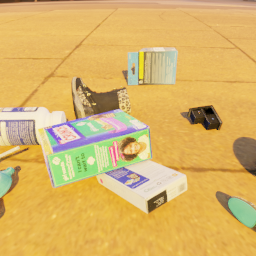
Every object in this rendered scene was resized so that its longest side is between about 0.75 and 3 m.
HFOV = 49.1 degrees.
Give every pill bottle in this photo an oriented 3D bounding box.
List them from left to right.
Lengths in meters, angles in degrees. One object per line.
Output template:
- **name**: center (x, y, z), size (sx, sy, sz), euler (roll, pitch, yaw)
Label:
- **pill bottle**: center (-3.094, -0.058, 9.001), size (2.050, 1.227, 1.227), euler (-1, 31, -2)

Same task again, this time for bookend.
- **bookend**: center (2.719, -0.319, 9.977), size (0.913, 0.421, 0.908), euler (-8, 50, -8)

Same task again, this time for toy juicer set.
- **toy juicer set**: center (-3.648, 1.542, 7.008), size (1.546, 0.661, 2.430), euler (-14, 34, 9)

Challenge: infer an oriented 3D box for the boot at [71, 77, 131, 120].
- **boot**: center (-1.153, -1.247, 11.199), size (2.117, 1.029, 2.812), euler (-7, 35, -10)

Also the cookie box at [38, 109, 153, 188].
- **cookie box**: center (-1.017, 0.419, 7.866), size (2.672, 1.004, 2.286), euler (-15, 21, -18)

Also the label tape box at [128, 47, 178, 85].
- **label tape box**: center (1.128, -2.960, 13.465), size (2.322, 1.675, 0.735), euler (-1, 31, -2)

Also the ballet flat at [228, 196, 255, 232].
- **ballet flat**: center (2.957, 2.081, 6.206), size (0.587, 0.529, 1.559), euler (3, 27, -44)

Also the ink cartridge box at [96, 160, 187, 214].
- **ink cartridge box**: center (0.105, 1.226, 7.256), size (1.272, 0.498, 2.686), euler (-21, 24, -32)
